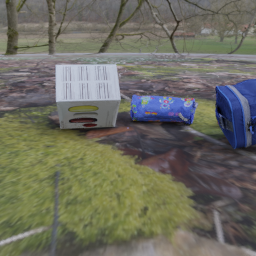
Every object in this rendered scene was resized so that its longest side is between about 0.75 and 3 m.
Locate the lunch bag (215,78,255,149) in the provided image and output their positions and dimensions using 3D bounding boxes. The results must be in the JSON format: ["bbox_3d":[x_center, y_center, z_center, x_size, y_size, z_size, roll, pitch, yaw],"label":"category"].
[{"bbox_3d":[2.873,-0.345,6.994,1.318,1.354,1.993,-11,20,10],"label":"lunch bag"}]

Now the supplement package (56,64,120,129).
[{"bbox_3d":[-1.172,-0.865,8.090,1.665,1.224,1.592,-3,-27,-9],"label":"supplement package"}]

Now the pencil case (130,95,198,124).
[{"bbox_3d":[1.116,-0.576,8.991,2.158,0.842,0.937,5,37,13],"label":"pencil case"}]
